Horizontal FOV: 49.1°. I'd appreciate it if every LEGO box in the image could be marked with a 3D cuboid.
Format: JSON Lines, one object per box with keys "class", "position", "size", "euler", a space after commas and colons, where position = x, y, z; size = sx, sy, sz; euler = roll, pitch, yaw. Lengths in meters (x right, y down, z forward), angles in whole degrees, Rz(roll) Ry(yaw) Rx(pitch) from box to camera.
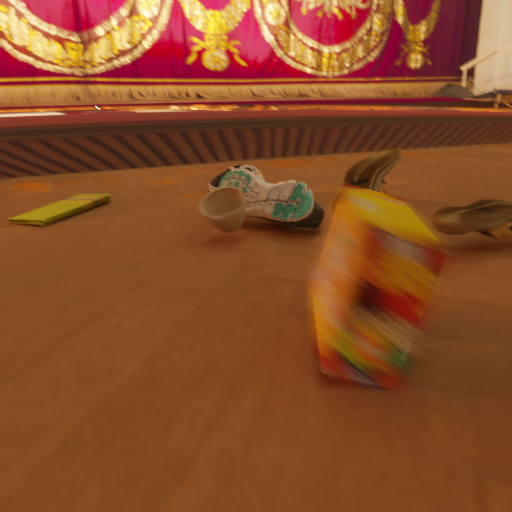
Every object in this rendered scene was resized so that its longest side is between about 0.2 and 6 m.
{"class": "LEGO box", "position": [1.369, 0.241, 6.966], "size": [0.888, 1.713, 2.301], "euler": [14, 20, -2]}

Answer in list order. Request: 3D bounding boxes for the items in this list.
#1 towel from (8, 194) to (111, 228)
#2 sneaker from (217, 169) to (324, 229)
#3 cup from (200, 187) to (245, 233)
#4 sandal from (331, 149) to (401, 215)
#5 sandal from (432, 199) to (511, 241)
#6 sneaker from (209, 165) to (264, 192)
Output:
{"class": "towel", "position": [-4.680, -1.123, 13.579], "size": [1.075, 0.225, 2.497], "euler": [2, 19, 23]}
{"class": "sneaker", "position": [0.300, -1.127, 12.431], "size": [2.840, 1.102, 1.296], "euler": [22, -3, 40]}
{"class": "cup", "position": [-0.601, -0.855, 11.307], "size": [0.919, 0.657, 0.919], "euler": [-10, 45, 10]}
{"class": "sandal", "position": [2.322, -1.377, 11.647], "size": [1.036, 0.697, 2.580], "euler": [-7, 36, 39]}
{"class": "sandal", "position": [4.470, -0.613, 10.747], "size": [2.602, 0.703, 1.045], "euler": [-11, 23, -23]}
{"class": "sneaker", "position": [-0.498, -2.040, 15.156], "size": [0.893, 0.904, 2.278], "euler": [-16, 23, -35]}
